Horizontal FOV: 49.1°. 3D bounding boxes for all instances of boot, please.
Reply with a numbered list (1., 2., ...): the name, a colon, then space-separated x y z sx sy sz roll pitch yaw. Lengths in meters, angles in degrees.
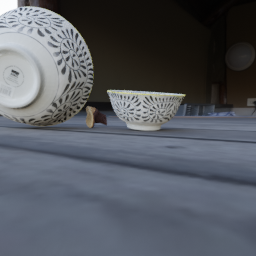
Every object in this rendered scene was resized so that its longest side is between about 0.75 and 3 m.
1. boot: -0.798 -0.217 7.448 0.651 0.782 0.283 27 -57 -35

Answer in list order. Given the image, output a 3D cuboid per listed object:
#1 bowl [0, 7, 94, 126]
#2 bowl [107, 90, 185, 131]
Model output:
1. bowl: -2.409 -1.257 6.456 2.997 2.997 1.406 0 17 5
2. bowl: 0.372 -0.390 6.149 1.692 0.794 1.692 3 10 0
